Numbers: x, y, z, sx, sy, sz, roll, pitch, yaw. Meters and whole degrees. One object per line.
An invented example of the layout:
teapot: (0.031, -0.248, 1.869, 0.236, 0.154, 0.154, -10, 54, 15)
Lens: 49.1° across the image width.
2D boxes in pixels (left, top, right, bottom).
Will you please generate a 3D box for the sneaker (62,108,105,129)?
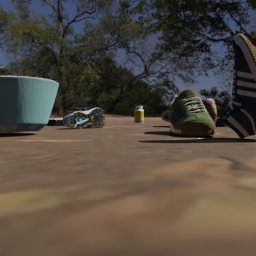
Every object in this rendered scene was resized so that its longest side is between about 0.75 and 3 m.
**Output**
sneaker: (-1.327, -0.290, 8.499, 0.712, 0.620, 1.583, -2, 0, 38)

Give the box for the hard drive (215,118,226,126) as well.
hard drive: (3.011, -0.229, 10.079, 1.027, 0.322, 1.522, 0, 3, -9)

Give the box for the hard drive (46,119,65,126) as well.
hard drive: (-2.561, -0.234, 10.965, 0.981, 0.266, 1.404, -1, 2, -29)

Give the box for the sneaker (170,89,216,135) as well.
sneaker: (1.253, -0.358, 5.900, 0.710, 0.951, 2.119, 0, 3, -2)

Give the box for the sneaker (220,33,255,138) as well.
sneaker: (1.847, -0.632, 4.603, 0.902, 1.662, 0.582, -27, -9, 36)

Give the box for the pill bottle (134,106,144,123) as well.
pill bottle: (0.552, -0.667, 14.020, 0.474, 0.843, 0.474, 0, 3, 0)

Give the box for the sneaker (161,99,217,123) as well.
sneaker: (1.962, -0.408, 9.315, 1.112, 0.925, 2.469, -9, -2, -14)

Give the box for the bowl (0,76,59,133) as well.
bowl: (-2.339, -0.397, 5.629, 1.900, 0.994, 1.900, -3, 0, 0)
